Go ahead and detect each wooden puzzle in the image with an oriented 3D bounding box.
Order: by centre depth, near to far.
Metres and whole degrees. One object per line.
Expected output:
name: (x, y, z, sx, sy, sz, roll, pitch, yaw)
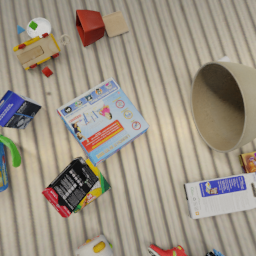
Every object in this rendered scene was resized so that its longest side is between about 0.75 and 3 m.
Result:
wooden puzzle: (-0.519, -4.145, 11.252, 0.856, 0.214, 0.924, -21, 83, -4)

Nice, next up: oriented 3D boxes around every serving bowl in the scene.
serving bowl: (-3.496, -3.875, 11.126, 0.955, 0.314, 0.955, 0, 78, -1)

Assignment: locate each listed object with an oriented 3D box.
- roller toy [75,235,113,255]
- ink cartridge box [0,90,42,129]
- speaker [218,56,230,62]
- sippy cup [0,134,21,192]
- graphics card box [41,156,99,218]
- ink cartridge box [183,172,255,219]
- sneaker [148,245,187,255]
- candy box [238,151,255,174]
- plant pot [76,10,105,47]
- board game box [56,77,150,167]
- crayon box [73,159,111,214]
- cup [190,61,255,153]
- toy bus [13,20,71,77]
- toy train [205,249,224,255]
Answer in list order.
roller toy: (-1.111, 3.974, 9.002, 1.067, 1.170, 0.818, -29, 80, 0)
ink cartridge box: (-3.693, -0.536, 9.344, 0.447, 2.279, 1.133, 38, 89, 3)
speaker: (3.482, -2.409, 10.784, 0.893, 0.363, 0.363, -32, 80, -7)
sippy cup: (-4.912, 1.356, 9.277, 2.009, 2.558, 1.875, -16, 88, -45)
graphics card box: (-1.562, 1.609, 7.807, 0.942, 0.382, 1.501, 55, 46, -16)
ink cartridge box: (3.291, 2.320, 9.702, 2.534, 0.470, 1.200, -10, 79, 0)
sneaker: (1.504, 4.221, 9.278, 1.781, 0.686, 0.756, 26, 66, -1)
candy box: (4.755, 1.205, 9.979, 1.397, 0.394, 0.815, -12, 78, -4)
plant pot: (-1.428, -3.923, 10.840, 0.902, 1.023, 1.024, -17, 78, -15)
board game box: (-0.872, -0.257, 9.948, 2.372, 0.663, 2.322, -33, 80, -17)
crayon box: (-1.557, 1.990, 9.764, 1.495, 0.436, 1.289, -35, 80, -9)
cup: (3.745, -0.818, 9.308, 2.112, 2.953, 2.953, -10, 78, -16)
toy bus: (-3.359, -3.019, 10.608, 1.887, 0.975, 1.781, 15, 109, -27)
toy train: (2.925, 4.474, 8.577, 0.789, 1.820, 1.040, -33, 90, -8)
